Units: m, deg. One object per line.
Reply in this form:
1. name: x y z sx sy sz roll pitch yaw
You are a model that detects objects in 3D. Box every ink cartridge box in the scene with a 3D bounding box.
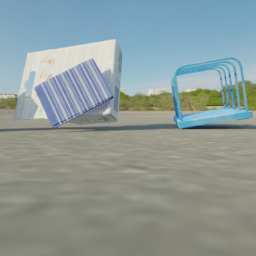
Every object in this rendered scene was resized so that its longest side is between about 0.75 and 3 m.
1. ink cartridge box: -1.359 -1.007 6.574 2.397 1.929 0.600 -5 -24 18

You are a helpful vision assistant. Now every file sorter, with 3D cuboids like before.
1. file sorter: 2.052 -0.934 7.601 1.677 1.483 2.417 -8 4 7

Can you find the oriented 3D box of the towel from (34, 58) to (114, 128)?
1. towel: -1.095 -0.709 5.653 1.377 0.997 0.164 -28 -11 -5
